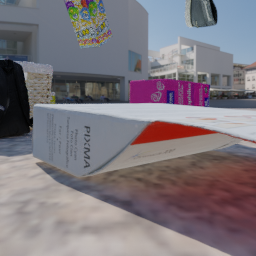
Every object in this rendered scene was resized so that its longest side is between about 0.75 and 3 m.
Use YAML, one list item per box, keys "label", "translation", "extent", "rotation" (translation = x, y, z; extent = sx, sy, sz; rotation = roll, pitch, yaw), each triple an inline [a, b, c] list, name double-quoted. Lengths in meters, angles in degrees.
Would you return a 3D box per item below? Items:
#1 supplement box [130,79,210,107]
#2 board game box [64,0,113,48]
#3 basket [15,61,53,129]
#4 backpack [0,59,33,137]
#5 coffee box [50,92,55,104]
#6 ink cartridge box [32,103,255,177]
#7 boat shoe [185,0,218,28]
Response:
- label: "supplement box"
  translation: [1.387, -0.758, 8.841]
  extent: [1.394, 1.365, 2.697]
  rotation: [4, 7, 42]
- label: "board game box"
  translation: [-1.278, -3.605, 9.194]
  extent: [0.867, 1.683, 0.883]
  rotation: [6, 39, 31]
- label: "basket"
  translation: [-3.541, -0.873, 7.628]
  extent: [2.252, 1.811, 2.232]
  rotation: [3, 6, 39]
- label: "backpack"
  translation: [-2.709, -0.627, 5.850]
  extent: [1.016, 1.605, 1.339]
  rotation: [-3, 4, 22]
- label: "coffee box"
  translation: [-4.429, -1.119, 13.624]
  extent: [1.287, 1.272, 1.285]
  rotation: [4, 6, 38]
- label: "ink cartridge box"
  translation: [0.702, 0.149, 3.022]
  extent: [2.396, 0.707, 2.993]
  rotation: [-4, 11, -41]
- label: "boat shoe"
  translation: [0.986, -1.921, 3.480]
  extent: [0.413, 1.336, 0.487]
  rotation: [18, 43, 27]
